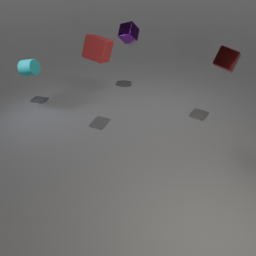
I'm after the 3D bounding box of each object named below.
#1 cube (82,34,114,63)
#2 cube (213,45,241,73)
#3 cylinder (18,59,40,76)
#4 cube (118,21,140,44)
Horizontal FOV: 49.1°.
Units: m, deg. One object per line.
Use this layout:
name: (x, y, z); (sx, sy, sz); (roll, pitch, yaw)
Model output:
cube: (-0.937, -2.489, 8.776); (0.700, 0.700, 0.700); (21, 22, 10)
cube: (3.572, -2.480, 10.112); (0.700, 0.700, 0.700); (29, 16, 20)
cylinder: (-4.393, -2.684, 12.444); (0.700, 0.700, 0.700); (1, 29, 24)
cube: (0.035, -4.498, 13.245); (0.700, 0.700, 0.700); (2, -16, 35)
